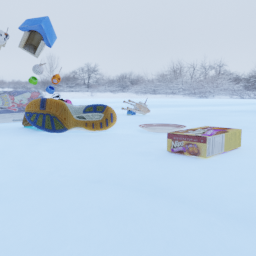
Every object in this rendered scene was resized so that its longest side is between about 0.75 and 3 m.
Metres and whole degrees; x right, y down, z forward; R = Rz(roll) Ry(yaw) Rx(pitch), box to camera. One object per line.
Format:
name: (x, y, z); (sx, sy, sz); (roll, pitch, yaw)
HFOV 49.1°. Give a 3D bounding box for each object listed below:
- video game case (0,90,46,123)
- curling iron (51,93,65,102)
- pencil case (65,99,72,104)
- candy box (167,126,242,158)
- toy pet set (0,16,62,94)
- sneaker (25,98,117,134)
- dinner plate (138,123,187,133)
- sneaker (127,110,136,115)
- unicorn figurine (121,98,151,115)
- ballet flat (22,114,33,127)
video game case: (-4.861, -1.061, 12.766); (2.432, 0.307, 2.669); (-6, 34, -29)
curling iron: (-2.375, -0.943, 13.050); (2.819, 0.699, 0.360); (19, -22, 3)
pencil case: (-3.918, -1.056, 14.242); (2.392, 1.086, 1.121); (6, 8, 27)
candy box: (1.740, 0.266, 6.277); (0.973, 0.471, 1.668); (7, 9, 44)
toy pet set: (-2.885, -2.569, 8.817); (2.282, 1.212, 2.131); (29, 36, -19)
sneaker: (-1.808, -0.297, 9.150); (2.923, 1.100, 1.288); (8, -3, 1)
dinner plate: (1.144, -0.002, 9.365); (1.620, 0.196, 1.620); (0, 8, 0)
sneaker: (0.201, -0.870, 15.497); (0.267, 0.318, 0.810); (2, 6, 33)
unicorn figurine: (0.569, -1.159, 15.859); (1.725, 0.927, 2.511); (14, 18, -20)
ballet flat: (-3.076, -0.309, 9.776); (1.910, 0.691, 0.648); (7, 10, 41)
